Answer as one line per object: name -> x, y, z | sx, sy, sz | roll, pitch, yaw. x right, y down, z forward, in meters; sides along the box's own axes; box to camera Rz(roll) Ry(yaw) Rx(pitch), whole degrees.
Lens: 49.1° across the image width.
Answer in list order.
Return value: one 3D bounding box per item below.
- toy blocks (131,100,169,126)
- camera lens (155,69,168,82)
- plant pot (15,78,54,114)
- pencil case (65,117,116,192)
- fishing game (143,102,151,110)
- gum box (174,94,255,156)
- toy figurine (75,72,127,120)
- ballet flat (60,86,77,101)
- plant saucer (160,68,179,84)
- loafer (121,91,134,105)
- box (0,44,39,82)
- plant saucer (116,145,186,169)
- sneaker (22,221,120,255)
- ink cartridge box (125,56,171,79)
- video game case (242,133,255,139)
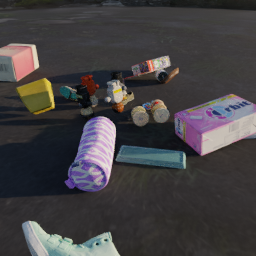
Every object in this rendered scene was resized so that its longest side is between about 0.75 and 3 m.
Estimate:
toy blocks -> 0.880, -0.764, 12.205 | 1.532, 0.667, 1.838 | -8, 21, -1
camera lens -> 1.918, -2.988, 16.006 | 0.640, 0.640, 0.800 | -4, 21, -7
plant pot -> -3.869, -1.286, 12.114 | 1.295, 1.142, 1.295 | -20, 0, -4
pencil case -> -1.110, 0.779, 9.112 | 1.274, 1.250, 2.979 | -26, 24, 18
fishing game -> 0.991, -1.068, 13.275 | 0.619, 0.134, 0.865 | 10, 31, 11
gum box -> 3.489, -0.248, 10.641 | 2.958, 0.978, 1.678 | -19, 34, -16
toy figurine -> -1.122, -1.416, 12.250 | 2.159, 1.526, 2.193 | -7, 26, 3
ballet flat -> -2.736, -1.662, 14.026 | 1.603, 0.606, 0.512 | 25, 9, 30
plant saucer -> 2.366, -2.858, 15.620 | 0.234, 1.279, 1.279 | 52, 45, 3
loafer -> -0.164, -1.469, 13.659 | 0.461, 0.427, 1.227 | 19, 35, 30
box -> -6.927, -4.019, 16.961 | 1.777, 1.514, 2.779 | 5, 30, 9
plant saucer -> 0.799, 0.963, 9.691 | 2.364, 0.224, 0.827 | 5, 30, 10
sneaker -> -1.157, 2.629, 6.084 | 2.439, 0.898, 1.439 | 33, 48, 29
ink cartridge box -> 1.060, -3.576, 16.516 | 2.717, 0.684, 1.480 | -23, 12, -35
video game case -> 4.945, -0.169, 11.577 | 2.105, 0.232, 1.916 | -3, 30, -3
